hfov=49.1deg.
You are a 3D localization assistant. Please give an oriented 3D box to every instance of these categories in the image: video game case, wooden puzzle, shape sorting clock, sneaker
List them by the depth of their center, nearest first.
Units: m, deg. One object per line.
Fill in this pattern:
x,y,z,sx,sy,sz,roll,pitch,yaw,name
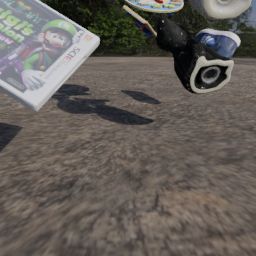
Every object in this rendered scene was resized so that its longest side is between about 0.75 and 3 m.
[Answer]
-1.657,-1.346,4.262,1.900,0.222,1.727,32,56,1,video game case
0.422,-3.462,9.339,1.130,0.282,1.220,46,15,26,wooden puzzle
0.861,-4.434,9.579,2.109,0.414,2.109,8,43,-7,shape sorting clock
2.665,-2.553,9.766,0.881,1.601,2.186,40,-2,-29,sneaker

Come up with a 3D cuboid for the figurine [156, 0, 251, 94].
1.447,-2.758,6.826,1.240,2.880,2.811,-13,42,-15,figurine
